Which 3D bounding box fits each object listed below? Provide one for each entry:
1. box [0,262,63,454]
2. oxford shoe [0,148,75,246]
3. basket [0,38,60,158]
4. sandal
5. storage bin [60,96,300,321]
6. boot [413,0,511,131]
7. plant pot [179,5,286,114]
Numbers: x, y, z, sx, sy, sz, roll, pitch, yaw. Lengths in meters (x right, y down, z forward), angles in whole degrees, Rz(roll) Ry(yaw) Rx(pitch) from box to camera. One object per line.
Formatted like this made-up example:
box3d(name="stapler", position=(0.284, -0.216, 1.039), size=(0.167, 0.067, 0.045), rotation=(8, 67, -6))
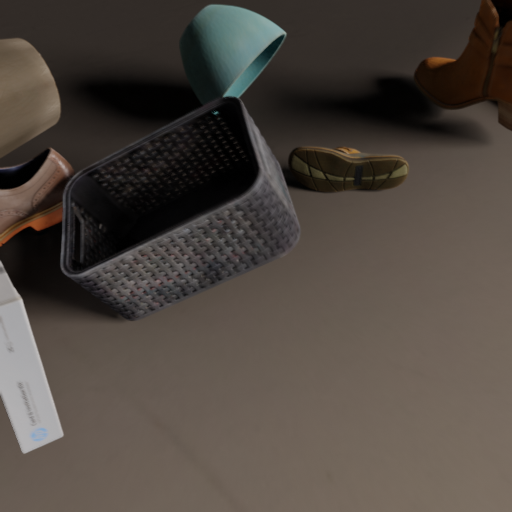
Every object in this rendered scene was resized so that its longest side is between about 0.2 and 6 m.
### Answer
box3d(name="box", position=(-2.702, 0.707, 5.858), size=(0.447, 1.691, 2.169), rotation=(-19, 34, -26))
box3d(name="oxford shoe", position=(-3.841, -0.660, 7.832), size=(2.762, 1.007, 0.985), rotation=(-29, 47, -8))
box3d(name="basket", position=(-4.675, -2.356, 8.830), size=(2.654, 2.393, 1.805), rotation=(-36, 17, -35))
box3d(name="sandal", position=(1.435, -1.448, 8.830), size=(1.891, 0.773, 0.516), rotation=(-1, 43, -2))
box3d(name="storage bin", position=(-0.993, -0.568, 7.149), size=(2.678, 1.255, 1.810), rotation=(-24, 50, 12))
box3d(name="boot", position=(3.667, -3.335, 9.272), size=(1.038, 2.102, 2.708), rotation=(-35, 50, -6))
box3d(name="plant pot", position=(-0.562, -3.470, 9.475), size=(1.235, 1.834, 1.834), rotation=(43, 57, -6))
